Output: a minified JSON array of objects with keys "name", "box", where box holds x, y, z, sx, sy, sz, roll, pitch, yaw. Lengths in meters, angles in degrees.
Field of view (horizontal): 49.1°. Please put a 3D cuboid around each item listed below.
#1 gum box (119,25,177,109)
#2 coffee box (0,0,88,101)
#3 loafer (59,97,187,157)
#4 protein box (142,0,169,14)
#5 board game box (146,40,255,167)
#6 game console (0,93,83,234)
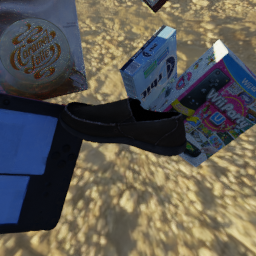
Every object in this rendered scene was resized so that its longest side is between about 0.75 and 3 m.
[{"name":"gum box","box":[0.483,-1.019,5.510,0.330,1.482,1.259,34,72,25]},{"name":"coffee box","box":[-2.319,-1.184,4.606,2.964,1.695,1.182,-18,23,-31]},{"name":"loafer","box":[-0.063,-0.157,3.869,1.829,0.652,0.668,11,29,9]},{"name":"protein box","box":[0.945,-4.844,8.323,1.915,1.292,1.902,-38,36,25]},{"name":"board game box","box":[1.331,-0.323,4.771,1.346,1.825,0.586,35,30,-19]},{"name":"game console","box":[-1.996,0.580,4.058,2.577,2.279,0.400,10,10,-35]}]
